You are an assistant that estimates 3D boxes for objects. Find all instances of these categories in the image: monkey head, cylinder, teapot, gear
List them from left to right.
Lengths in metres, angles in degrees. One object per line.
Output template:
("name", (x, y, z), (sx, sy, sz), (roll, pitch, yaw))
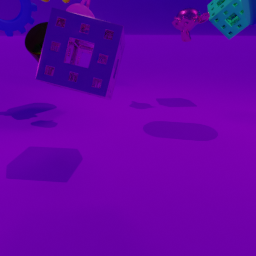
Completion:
("gear", (-3.275, -3.282, 7.544), (1.531, 1.531, 0.283), (-11, 38, -28))
("cylinder", (-2.482, -2.539, 8.991), (1.187, 1.187, 1.187), (5, -19, 13))
("teapot", (-1.192, -2.631, 7.051), (0.826, 1.328, 0.650), (29, 29, 13))
("monkey head", (1.921, -3.316, 8.962), (1.317, 0.947, 0.793), (13, 44, 43))
("cylinder", (3.215, -3.143, 6.035), (1.396, 1.396, 1.396), (-13, 15, 20))

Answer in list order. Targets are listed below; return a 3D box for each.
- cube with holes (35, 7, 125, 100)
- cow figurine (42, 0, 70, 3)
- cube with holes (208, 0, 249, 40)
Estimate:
("cube with holes", (-0.759, -1.211, 4.942), (1.152, 1.152, 1.152), (14, 4, 0))
("cow figurine", (-1.921, -3.836, 7.343), (1.232, 1.252, 0.687), (51, 21, 23))
("cube with holes", (3.380, -3.816, 9.188), (1.024, 1.024, 1.024), (31, 46, -25))
